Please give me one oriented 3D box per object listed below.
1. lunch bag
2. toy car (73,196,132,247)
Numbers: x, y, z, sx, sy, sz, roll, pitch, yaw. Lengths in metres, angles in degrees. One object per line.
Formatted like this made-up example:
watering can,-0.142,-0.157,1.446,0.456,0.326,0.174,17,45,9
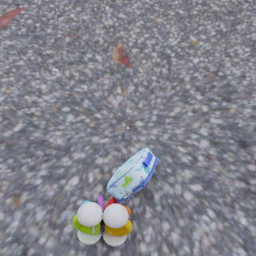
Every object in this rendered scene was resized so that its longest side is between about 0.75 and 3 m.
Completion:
lunch bag,0.136,1.021,6.308,0.545,1.062,1.321,46,21,-2
toy car,-0.534,1.908,6.067,1.257,1.100,0.943,4,39,-2
